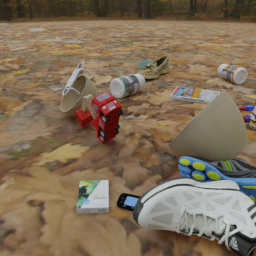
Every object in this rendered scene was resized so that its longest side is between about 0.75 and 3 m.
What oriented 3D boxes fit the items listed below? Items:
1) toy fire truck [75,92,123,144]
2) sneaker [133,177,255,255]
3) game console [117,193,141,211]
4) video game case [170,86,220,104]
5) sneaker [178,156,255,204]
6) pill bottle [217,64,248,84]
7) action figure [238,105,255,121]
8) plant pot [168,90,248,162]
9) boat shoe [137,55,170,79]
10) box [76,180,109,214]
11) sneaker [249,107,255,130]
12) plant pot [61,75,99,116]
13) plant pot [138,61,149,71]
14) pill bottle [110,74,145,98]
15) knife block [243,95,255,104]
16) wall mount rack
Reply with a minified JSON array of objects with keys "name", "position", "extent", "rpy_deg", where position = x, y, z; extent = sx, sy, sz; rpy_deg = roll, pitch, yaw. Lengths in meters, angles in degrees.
[{"name":"toy fire truck","position":[-1.006,-0.468,8.976],"extent":[0.608,2.494,1.759],"rpy_deg":[-30,67,-24]},{"name":"sneaker","position":[1.522,1.724,5.275],"extent":[2.665,1.006,1.534],"rpy_deg":[-1,24,-23]},{"name":"game console","position":[0.443,1.796,6.284],"extent":[1.461,0.176,0.862],"rpy_deg":[8,27,17]},{"name":"video game case","position":[3.133,-1.541,13.029],"extent":[2.046,0.179,1.463],"rpy_deg":[11,29,20]},{"name":"sneaker","position":[2.408,1.193,6.889],"extent":[2.380,0.844,0.986],"rpy_deg":[12,23,11]},{"name":"pill bottle","position":[5.594,-2.953,15.102],"extent":[0.887,0.887,1.525],"rpy_deg":[-10,28,-20]},{"name":"action figure","position":[5.180,-0.594,10.190],"extent":[2.465,0.804,1.220],"rpy_deg":[-3,-1,-7]},{"name":"plant pot","position":[2.371,0.242,7.723],"extent":[1.455,2.168,2.168],"rpy_deg":[46,41,9]},{"name":"boat shoe","position":[1.453,-3.477,16.094],"extent":[1.085,0.928,2.961],"rpy_deg":[16,31,30]},{"name":"box","position":[-0.815,1.611,6.648],"extent":[0.727,0.183,1.007],"rpy_deg":[-2,25,-4]},{"name":"sneaker","position":[5.217,-0.216,9.558],"extent":[1.937,0.873,0.726],"rpy_deg":[14,30,26]},{"name":"plant pot","position":[-1.691,-1.098,10.903],"extent":[1.082,1.611,1.611],"rpy_deg":[30,9,-33]},{"name":"plant pot","position":[1.041,-3.838,17.259],"extent":[0.828,0.558,0.828],"rpy_deg":[0,26,0]},{"name":"pill bottle","position":[0.009,-2.012,13.157],"extent":[0.918,0.918,1.624],"rpy_deg":[21,33,36]},{"name":"knife block","position":[5.537,-1.226,12.304],"extent":[0.786,0.252,0.690],"rpy_deg":[2,25,2]},{"name":"wall mount rack","position":[-1.962,-1.715,10.506],"extent":[0.549,1.472,1.279],"rpy_deg":[35,-13,-31]}]
